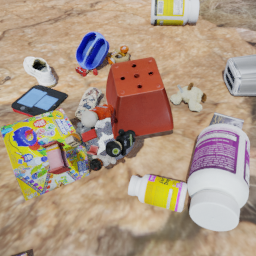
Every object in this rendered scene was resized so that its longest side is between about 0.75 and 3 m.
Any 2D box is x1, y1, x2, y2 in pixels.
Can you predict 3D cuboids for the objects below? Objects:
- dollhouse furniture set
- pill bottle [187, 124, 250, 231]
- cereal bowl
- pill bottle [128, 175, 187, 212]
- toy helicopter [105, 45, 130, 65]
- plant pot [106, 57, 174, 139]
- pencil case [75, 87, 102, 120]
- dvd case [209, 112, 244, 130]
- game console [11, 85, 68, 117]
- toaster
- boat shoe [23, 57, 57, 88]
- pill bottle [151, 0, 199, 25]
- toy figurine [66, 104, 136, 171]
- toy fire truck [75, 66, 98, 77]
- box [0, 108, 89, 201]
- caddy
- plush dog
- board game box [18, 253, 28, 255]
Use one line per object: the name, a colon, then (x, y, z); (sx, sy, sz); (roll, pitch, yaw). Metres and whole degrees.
dollhouse furniture set: (-1.246, 0.522, 6.355); (1.256, 0.511, 0.676); (-22, 72, 7)
pill bottle: (2.416, 1.247, 7.463); (1.518, 1.518, 2.703); (13, 43, 14)
cereal bowl: (-0.762, 0.132, 9.201); (1.989, 0.828, 1.989); (-1, 42, 0)
pill bottle: (0.786, 1.697, 7.505); (1.488, 0.776, 0.776); (11, 43, 13)
toy helicopter: (-0.827, -3.377, 13.338); (1.779, 0.702, 1.176); (11, 53, 14)
plant pot: (0.282, -0.983, 8.187); (1.853, 1.635, 1.855); (-11, 57, -3)
pencil case: (-1.441, -0.923, 10.558); (0.706, 0.614, 1.579); (-2, 40, 13)
dvd case: (3.423, 0.013, 9.895); (1.080, 0.116, 1.453); (18, 45, 20)
game console: (-3.471, -1.052, 10.979); (1.563, 0.274, 1.767); (15, 44, 17)
toaster: (4.840, -2.079, 11.451); (1.388, 1.221, 2.149); (-4, 47, 1)
boat shoe: (-3.935, -2.723, 12.384); (0.904, 0.885, 2.554); (-28, 49, -28)
pill bottle: (2.733, -6.928, 16.601); (2.727, 1.559, 1.559); (3, 42, 3)
toy figurine: (-0.719, 0.278, 7.116); (1.471, 1.448, 1.023); (50, 39, 3)
toy fire truck: (-1.893, -2.590, 12.734); (0.660, 0.228, 0.935); (-29, 48, -30)
box: (-2.457, 0.692, 8.296); (1.949, 1.234, 2.024); (-20, 46, -22)
caddy: (-1.606, -3.469, 12.601); (1.206, 1.705, 0.895); (34, 19, 3)
plush dog: (2.450, -1.313, 10.878); (1.316, 1.056, 1.131); (23, 23, 24)
board game box: (-2.535, 3.310, 6.085); (0.764, 0.262, 0.924); (-12, 43, -16)
